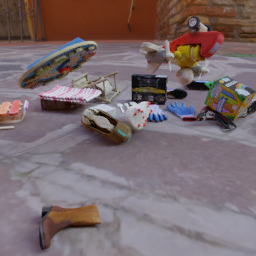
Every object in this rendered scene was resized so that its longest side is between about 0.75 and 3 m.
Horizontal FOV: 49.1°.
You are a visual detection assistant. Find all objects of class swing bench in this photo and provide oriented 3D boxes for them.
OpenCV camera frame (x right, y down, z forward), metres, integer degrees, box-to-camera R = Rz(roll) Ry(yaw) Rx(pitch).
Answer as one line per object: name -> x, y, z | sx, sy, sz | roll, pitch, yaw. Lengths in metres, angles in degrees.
swing bench -> -1.749, -2.341, 15.776 | 2.138, 1.387, 2.127 | 1, 23, 15

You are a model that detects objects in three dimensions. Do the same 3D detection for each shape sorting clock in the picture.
shape sorting clock -> -2.166, -1.933, 8.922 | 2.759, 0.541, 2.759 | -33, 4, 3

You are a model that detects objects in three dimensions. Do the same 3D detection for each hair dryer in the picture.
hair dryer -> 4.012, -0.438, 12.448 | 1.683, 0.600, 2.209 | 26, 36, 17

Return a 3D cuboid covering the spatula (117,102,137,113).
spatula -> 0.025, -1.060, 14.236 | 1.009, 0.117, 1.451 | -3, 23, -10

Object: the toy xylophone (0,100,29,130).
toy xylophone -> -5.789, -0.568, 12.235 | 2.898, 0.728, 2.122 | -9, 25, -20

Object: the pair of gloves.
pair of gloves -> 1.902, -0.799, 13.356 | 2.763, 0.315, 2.221 | -1, 22, -5

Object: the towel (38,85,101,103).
towel -> -2.850, -1.720, 13.998 | 2.602, 0.389, 1.904 | 6, 22, 14

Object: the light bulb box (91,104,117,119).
light bulb box -> -1.149, -0.623, 12.563 | 0.915, 0.576, 0.923 | -20, 29, -39

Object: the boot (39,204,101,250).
boot -> -1.274, 2.178, 6.256 | 1.326, 0.454, 1.249 | 3, 14, -12

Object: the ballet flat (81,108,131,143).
ballet flat -> -1.124, -0.254, 10.908 | 2.928, 0.993, 1.059 | 28, -6, 42

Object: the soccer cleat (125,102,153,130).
soccer cleat -> 0.290, -0.476, 11.717 | 1.036, 0.926, 2.672 | -14, 12, 21

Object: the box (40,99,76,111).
box -> -3.509, -1.265, 14.127 | 1.584, 0.593, 0.793 | 4, 22, 4

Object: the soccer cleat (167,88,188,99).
soccer cleat -> 2.489, -1.993, 15.895 | 1.763, 0.601, 0.645 | 1, 20, 10

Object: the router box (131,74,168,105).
router box -> 1.131, -2.060, 14.853 | 1.883, 1.480, 0.492 | 7, 23, 15

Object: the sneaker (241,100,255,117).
sneaker -> 5.530, -1.049, 13.552 | 1.706, 0.646, 0.986 | -20, 27, -38

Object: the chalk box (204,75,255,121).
chalk box -> 4.297, -1.451, 12.393 | 1.247, 1.238, 1.998 | -23, 50, -41

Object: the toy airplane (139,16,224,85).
toy airplane -> 1.651, -2.308, 9.546 | 2.629, 1.855, 2.618 | -7, -11, -5

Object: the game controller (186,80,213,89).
game controller -> 5.091, -2.832, 17.868 | 2.837, 0.597, 1.480 | 5, 23, 10
